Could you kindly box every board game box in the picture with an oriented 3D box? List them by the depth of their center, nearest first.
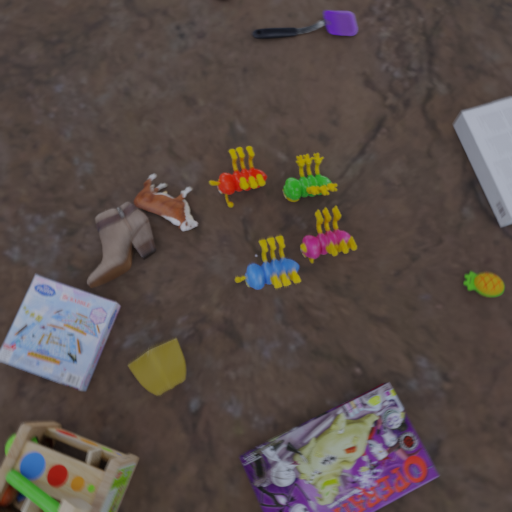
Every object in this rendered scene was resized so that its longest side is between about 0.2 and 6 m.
[{"bbox_3d":[1.474,3.818,10.177,3.102,0.501,1.862,-25,80,-7],"label":"board game box"},{"bbox_3d":[-3.803,1.481,10.866,1.771,0.364,1.767,19,75,5],"label":"board game box"}]

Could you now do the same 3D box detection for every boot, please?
[{"bbox_3d":[-2.879,-0.281,11.254,1.690,0.594,1.236,-31,79,-19],"label":"boot"}]

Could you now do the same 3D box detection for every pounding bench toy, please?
[{"bbox_3d":[-3.357,3.743,9.085,1.976,2.533,1.574,20,75,5],"label":"pounding bench toy"}]

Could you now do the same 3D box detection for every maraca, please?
[{"bbox_3d":[4.526,0.560,11.129,0.769,0.411,0.527,13,53,14],"label":"maraca"}]

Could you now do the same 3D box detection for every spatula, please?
[{"bbox_3d":[1.120,-5.223,12.872,2.468,0.254,0.697,-10,74,-3],"label":"spatula"}]

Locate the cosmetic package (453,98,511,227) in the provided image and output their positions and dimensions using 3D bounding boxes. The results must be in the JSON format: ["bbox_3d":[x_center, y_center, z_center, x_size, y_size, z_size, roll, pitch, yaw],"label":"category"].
[{"bbox_3d":[5.571,-2.076,11.751,1.894,0.649,2.512,-17,74,-3],"label":"cosmetic package"}]

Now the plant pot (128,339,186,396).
[{"bbox_3d":[-1.745,2.109,10.374,0.753,0.748,0.770,-38,79,34],"label":"plant pot"}]

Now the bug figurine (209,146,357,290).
[{"bbox_3d":[0.541,-0.728,11.109,2.549,0.846,3.287,-10,60,-11],"label":"bug figurine"}]

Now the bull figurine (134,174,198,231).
[{"bbox_3d":[-1.794,-1.083,11.573,1.423,0.463,0.864,22,70,3],"label":"bull figurine"}]
